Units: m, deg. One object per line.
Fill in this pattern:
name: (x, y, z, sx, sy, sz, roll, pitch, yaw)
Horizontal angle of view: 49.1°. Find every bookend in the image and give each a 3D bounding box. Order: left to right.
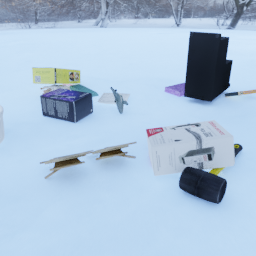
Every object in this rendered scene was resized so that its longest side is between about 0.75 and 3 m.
bookend: (3.681, -2.885, 12.291, 1.265, 2.747, 2.729, 16, 30, 31)

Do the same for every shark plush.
shark plush: (-0.363, -1.086, 10.697, 0.499, 1.098, 0.457, 6, 42, 27)

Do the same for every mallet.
mallet: (2.231, 0.928, 7.203, 0.987, 0.617, 2.997, 13, 23, 27)

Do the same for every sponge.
sponge: (2.726, -1.920, 13.694, 1.758, 0.262, 0.981, -18, 31, -36)

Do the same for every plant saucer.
plant saucer: (-2.185, -1.831, 13.603, 0.681, 0.185, 1.947, -16, 28, -32)

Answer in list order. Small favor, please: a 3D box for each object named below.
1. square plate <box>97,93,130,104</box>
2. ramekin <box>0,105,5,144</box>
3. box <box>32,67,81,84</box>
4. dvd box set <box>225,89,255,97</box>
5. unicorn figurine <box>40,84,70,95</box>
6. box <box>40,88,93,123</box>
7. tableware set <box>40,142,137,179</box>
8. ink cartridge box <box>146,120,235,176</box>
square plate: (-0.594, -1.294, 12.403, 1.273, 0.181, 1.261, 3, 24, 7)
ramekin: (-4.828, 0.018, 8.478, 2.133, 1.040, 2.133, 0, 25, 0)
box: (-3.318, -2.482, 13.428, 1.126, 0.750, 2.992, 3, 10, 11)
dvd box set: (5.191, -1.590, 12.687, 1.276, 0.188, 0.933, -9, 4, -18)
unicorn figurine: (-3.357, -1.780, 12.951, 1.127, 0.606, 1.641, -16, 30, -27)
box: (-2.325, -0.900, 10.729, 1.618, 0.844, 1.197, 11, 26, 23)
tableware set: (-0.964, 0.826, 7.183, 2.269, 0.455, 1.500, -9, -5, -30)
ink cartridge box: (1.547, 0.464, 7.317, 1.991, 0.825, 1.461, -8, 18, 0)
